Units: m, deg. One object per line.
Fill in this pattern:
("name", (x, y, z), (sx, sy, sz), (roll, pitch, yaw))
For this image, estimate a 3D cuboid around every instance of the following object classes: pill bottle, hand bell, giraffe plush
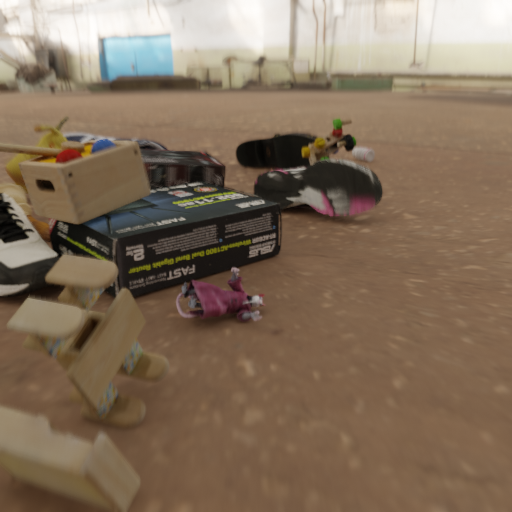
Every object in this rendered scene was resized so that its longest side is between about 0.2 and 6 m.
("pill bottle", (3.194, -3.038, 16.754), (0.368, 0.368, 0.649), (-13, 23, -31))
("hand bell", (-4.072, -0.616, 10.033), (1.650, 0.859, 0.859), (29, 33, 30))
("giraffe plush", (-4.138, -1.804, 12.174), (1.558, 1.921, 1.658), (42, 17, 10))

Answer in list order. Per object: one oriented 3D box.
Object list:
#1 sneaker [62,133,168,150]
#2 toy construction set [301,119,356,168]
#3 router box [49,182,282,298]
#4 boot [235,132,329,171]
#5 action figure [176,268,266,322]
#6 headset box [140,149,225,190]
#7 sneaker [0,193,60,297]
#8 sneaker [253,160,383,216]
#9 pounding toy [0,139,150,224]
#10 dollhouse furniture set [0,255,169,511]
("sneaker", (-3.650, -2.303, 13.605), (3.403, 1.193, 1.846), (-7, 20, -27))
("toy construction set", (1.407, -2.012, 12.850), (1.527, 1.658, 1.988), (-14, 1, -4))
("router box", (-1.409, -0.392, 8.808), (2.964, 0.921, 2.221), (-17, 26, -38))
("boot", (1.131, -3.173, 16.156), (3.025, 1.047, 2.634), (10, 23, 30))
("action figure", (-0.363, 0.615, 6.942), (1.060, 0.789, 0.710), (6, 56, -28))
("headset box", (-2.104, -1.712, 12.101), (2.485, 0.960, 1.849), (0, 19, -18))
("sneaker", (-3.718, -0.251, 8.102), (1.068, 1.159, 2.897), (-15, 26, -42))
("sneaker", (1.321, -1.442, 11.333), (2.691, 1.081, 1.162), (10, 16, 34))
("pounding toy", (-2.686, -1.238, 8.048), (1.595, 1.134, 1.468), (12, 32, 41))
("dollhouse furniture set", (-1.228, 1.020, 4.474), (1.050, 1.385, 1.580), (7, 48, 22))
